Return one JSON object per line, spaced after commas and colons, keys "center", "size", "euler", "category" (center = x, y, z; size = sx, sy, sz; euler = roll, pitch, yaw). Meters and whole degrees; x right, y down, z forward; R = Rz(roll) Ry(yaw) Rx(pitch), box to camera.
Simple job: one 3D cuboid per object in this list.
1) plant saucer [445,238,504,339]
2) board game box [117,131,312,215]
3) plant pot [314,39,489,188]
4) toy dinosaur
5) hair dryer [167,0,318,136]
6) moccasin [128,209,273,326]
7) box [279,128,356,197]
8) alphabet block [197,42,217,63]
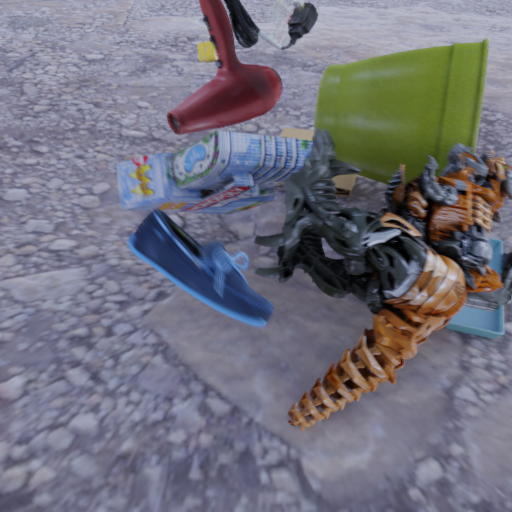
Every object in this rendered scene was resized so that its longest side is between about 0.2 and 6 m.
{"center": [3.608, 0.429, 9.294], "size": [0.880, 0.239, 2.518], "euler": [12, 40, 15], "category": "plant saucer"}
{"center": [-0.764, -1.258, 9.152], "size": [2.600, 0.802, 2.602], "euler": [-5, -4, -37], "category": "board game box"}
{"center": [2.750, -2.654, 11.006], "size": [2.944, 3.057, 3.057], "euler": [7, 37, 17], "category": "plant pot"}
{"center": [1.919, 0.026, 7.968], "size": [3.398, 2.557, 5.006], "euler": [31, 45, 13], "category": "toy dinosaur"}
{"center": [-0.507, -3.174, 8.746], "size": [2.322, 3.049, 0.828], "euler": [27, -7, -28], "category": "hair dryer"}
{"center": [-0.541, 0.089, 5.773], "size": [1.724, 0.588, 0.694], "euler": [31, 6, 8], "category": "moccasin"}
{"center": [1.322, -2.193, 12.728], "size": [2.067, 0.269, 2.529], "euler": [10, 38, 13], "category": "box"}
{"center": [-0.895, -3.908, 10.748], "size": [0.338, 0.336, 0.344], "euler": [-3, 10, 19], "category": "alphabet block"}
